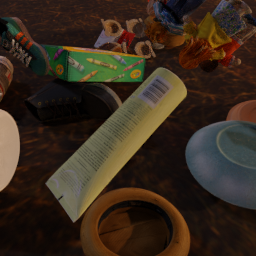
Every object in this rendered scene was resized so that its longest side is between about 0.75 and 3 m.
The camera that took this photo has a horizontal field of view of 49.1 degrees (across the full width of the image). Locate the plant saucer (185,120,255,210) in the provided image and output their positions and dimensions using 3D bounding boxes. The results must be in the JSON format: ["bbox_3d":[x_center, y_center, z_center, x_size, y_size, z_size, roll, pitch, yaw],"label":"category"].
[{"bbox_3d":[2.752,0.562,6.498,2.765,0.532,2.765,-2,41,2],"label":"plant saucer"}]

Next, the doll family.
[{"bbox_3d":[1.351,-2.388,6.122,2.912,1.807,1.312,48,24,6],"label":"doll family"}]

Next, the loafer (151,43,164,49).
[{"bbox_3d":[1.171,-3.694,12.464,0.879,0.307,0.307,0,39,0],"label":"loafer"}]

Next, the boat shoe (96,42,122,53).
[{"bbox_3d":[-1.198,-2.584,10.603,0.734,0.735,2.087,37,59,27],"label":"boat shoe"}]

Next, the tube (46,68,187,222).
[{"bbox_3d":[-0.136,0.142,3.794,0.585,0.653,2.252,44,79,-3],"label":"tube"}]

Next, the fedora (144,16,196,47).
[{"bbox_3d":[1.902,-4.378,12.748,2.488,1.015,2.488,6,37,-5],"label":"fedora"}]

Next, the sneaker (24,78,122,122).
[{"bbox_3d":[-1.604,-0.563,8.123,2.990,1.118,1.588,19,46,37],"label":"sneaker"}]

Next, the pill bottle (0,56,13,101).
[{"bbox_3d":[-4.491,-1.619,9.302,1.074,1.074,1.854,-2,38,-2],"label":"pill bottle"}]

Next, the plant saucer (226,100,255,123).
[{"bbox_3d":[4.176,-0.052,7.883,2.674,0.432,2.674,0,38,0],"label":"plant saucer"}]

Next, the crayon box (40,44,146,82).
[{"bbox_3d":[-1.104,-2.064,9.048,2.968,0.864,1.763,-8,23,-41],"label":"crayon box"}]

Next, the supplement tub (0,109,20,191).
[{"bbox_3d":[-3.968,0.427,6.105,2.585,1.880,1.880,4,39,4],"label":"supplement tub"}]

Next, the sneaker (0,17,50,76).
[{"bbox_3d":[-2.703,-1.989,6.954,1.842,0.657,0.736,51,41,10],"label":"sneaker"}]

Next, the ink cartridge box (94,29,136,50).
[{"bbox_3d":[-0.590,-3.733,11.882,1.501,0.428,1.220,28,89,37],"label":"ink cartridge box"}]

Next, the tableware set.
[{"bbox_3d":[-0.025,-3.706,11.691,2.444,0.284,2.042,-11,75,-23],"label":"tableware set"}]

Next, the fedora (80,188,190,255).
[{"bbox_3d":[0.105,1.984,5.070,1.947,0.794,1.947,6,36,-5],"label":"fedora"}]
